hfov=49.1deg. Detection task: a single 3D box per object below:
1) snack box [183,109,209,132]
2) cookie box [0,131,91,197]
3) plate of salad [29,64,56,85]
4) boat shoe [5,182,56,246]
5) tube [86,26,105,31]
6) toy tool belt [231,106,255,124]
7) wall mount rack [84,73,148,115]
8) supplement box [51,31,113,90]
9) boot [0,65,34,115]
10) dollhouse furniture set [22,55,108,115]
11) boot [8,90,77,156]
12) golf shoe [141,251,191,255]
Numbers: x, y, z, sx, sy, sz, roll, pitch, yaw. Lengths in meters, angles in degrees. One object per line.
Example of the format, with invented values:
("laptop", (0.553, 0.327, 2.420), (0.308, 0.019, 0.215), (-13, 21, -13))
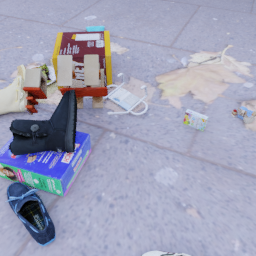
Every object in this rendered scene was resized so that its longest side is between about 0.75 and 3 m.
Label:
("snack box", (2.541, -0.294, 10.553), (0.853, 0.607, 0.226), (25, 48, 23))
("cookie box", (-2.682, 0.889, 9.082), (2.381, 0.895, 2.037), (13, 44, 14))
("plate of salad", (-4.159, -2.473, 12.969), (1.823, 0.438, 1.823), (1, 43, -1))
("boat shoe", (-2.686, 2.179, 7.827), (2.276, 0.781, 0.958), (33, 53, 30))
("tube", (-1.772, -5.246, 15.753), (1.144, 0.745, 2.956), (0, 38, -10))
("toy tool belt", (4.541, -0.621, 10.927), (0.917, 0.563, 0.572), (32, 52, 29))
("wall mount rack", (-0.435, -1.228, 11.343), (2.087, 0.895, 2.402), (-41, 54, -22))
("supplement box", (-1.991, -3.123, 12.774), (2.446, 1.624, 2.412), (-3, 44, -3))
("boot", (-4.955, -1.549, 11.544), (1.865, 0.873, 2.399), (-13, 62, -11))
("dollhouse furniture set", (-2.100, -1.252, 9.801), (2.792, 2.823, 1.454), (-1, 79, -3))
("boot", (-2.609, -0.236, 8.762), (1.958, 0.890, 2.330), (0, 60, -4))
("golf shoe", (1.049, 3.229, 6.811), (1.585, 0.698, 0.612), (4, 45, 6))
